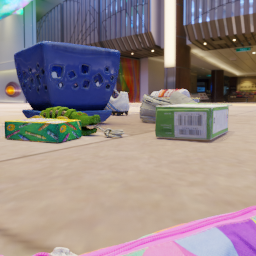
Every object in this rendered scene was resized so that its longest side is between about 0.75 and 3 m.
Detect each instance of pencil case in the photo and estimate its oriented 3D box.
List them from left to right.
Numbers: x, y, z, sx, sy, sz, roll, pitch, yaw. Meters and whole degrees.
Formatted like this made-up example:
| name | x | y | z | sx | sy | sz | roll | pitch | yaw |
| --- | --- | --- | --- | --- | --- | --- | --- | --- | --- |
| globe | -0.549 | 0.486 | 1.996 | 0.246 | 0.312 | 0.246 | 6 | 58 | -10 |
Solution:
| name | x | y | z | sx | sy | sz | roll | pitch | yaw |
| --- | --- | --- | --- | --- | --- | --- | --- | --- | --- |
| pencil case | 0.156 | 0.515 | 0.878 | 1.022 | 0.452 | 0.452 | -1 | 6 | -28 |

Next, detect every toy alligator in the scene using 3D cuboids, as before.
| name | x | y | z | sx | sy | sz | roll | pitch | yaw |
| --- | --- | --- | --- | --- | --- | --- | --- | --- | --- |
| toy alligator | -1.253 | -0.171 | 6.403 | 2.577 | 0.619 | 0.854 | 2 | 7 | 22 |

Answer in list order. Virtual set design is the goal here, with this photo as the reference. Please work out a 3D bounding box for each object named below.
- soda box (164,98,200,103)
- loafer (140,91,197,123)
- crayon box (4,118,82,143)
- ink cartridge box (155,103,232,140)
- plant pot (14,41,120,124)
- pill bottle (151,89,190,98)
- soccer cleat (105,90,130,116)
| name | x | y | z | sx | sy | sz | roll | pitch | yaw |
| --- | --- | --- | --- | --- | --- | --- | --- | --- | --- |
| soda box | 2.071 | -1.040 | 13.494 | 2.615 | 0.837 | 0.886 | 0 | 6 | -9 |
| loafer | 1.599 | -0.643 | 8.828 | 2.966 | 1.035 | 1.037 | 5 | 8 | 37 |
| crayon box | -1.708 | 0.027 | 5.665 | 1.323 | 0.385 | 0.786 | 3 | 7 | 23 |
| ink cartridge box | 1.585 | -0.209 | 6.335 | 1.151 | 0.658 | 2.217 | 3 | 7 | 29 |
| plant pot | -1.969 | -1.298 | 8.969 | 2.577 | 2.317 | 2.578 | -4 | 7 | -38 |
| pill bottle | 2.703 | -1.838 | 18.352 | 1.375 | 1.375 | 2.510 | -6 | 9 | -42 |
| soccer cleat | -0.957 | -1.285 | 13.902 | 1.000 | 1.236 | 2.864 | -6 | 8 | -44 |
